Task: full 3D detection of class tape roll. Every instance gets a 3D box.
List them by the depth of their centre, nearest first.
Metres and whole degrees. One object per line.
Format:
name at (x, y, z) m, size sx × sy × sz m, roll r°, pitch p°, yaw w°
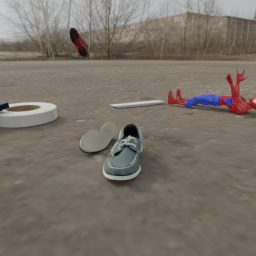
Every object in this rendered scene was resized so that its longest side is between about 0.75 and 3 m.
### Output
tape roll at (-2.913, -0.401, 7.841) m, size 1.811 × 0.331 × 1.811 m, roll 0°, pitch 16°, yaw 0°

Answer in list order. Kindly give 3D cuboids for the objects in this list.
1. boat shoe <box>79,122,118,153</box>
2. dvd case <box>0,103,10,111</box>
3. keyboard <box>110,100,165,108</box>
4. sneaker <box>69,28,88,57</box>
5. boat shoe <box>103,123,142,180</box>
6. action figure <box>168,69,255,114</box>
boat shoe at (-0.637, 0.253, 5.750) m, size 0.390 × 0.452 × 1.243 m, roll -41°, pitch -1°, yaw 33°
dvd case at (-4.195, -0.370, 7.291) m, size 1.866 × 0.164 × 1.331 m, roll 2°, pitch 25°, yaw 34°
keyboard at (0.361, -0.860, 9.866) m, size 1.948 × 0.104 × 0.548 m, roll -7°, pitch 17°, yaw -25°
sneaker at (-1.290, -2.279, 7.428) m, size 0.280 × 0.791 × 0.387 m, roll -23°, pitch 18°, yaw 17°
boat shoe at (-0.055, 0.357, 4.828) m, size 0.625 × 0.531 × 1.718 m, roll 3°, pitch 16°, yaw 9°
action figure at (2.815, -1.269, 9.027) m, size 2.990 × 1.480 × 0.976 m, roll 15°, pitch 22°, yaw 34°
